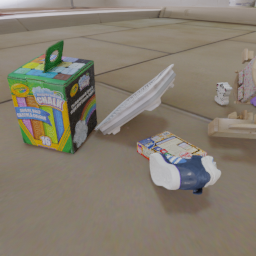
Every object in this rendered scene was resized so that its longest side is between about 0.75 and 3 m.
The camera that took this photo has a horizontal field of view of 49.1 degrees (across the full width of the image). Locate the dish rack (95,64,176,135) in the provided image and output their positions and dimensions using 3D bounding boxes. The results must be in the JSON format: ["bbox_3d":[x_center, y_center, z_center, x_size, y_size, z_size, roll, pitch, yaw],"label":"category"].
[{"bbox_3d":[0.279,-0.647,7.262,2.227,0.485,1.911,-32,12,38],"label":"dish rack"}]

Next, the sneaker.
[{"bbox_3d":[1.068,0.771,5.224,1.067,0.587,1.457,-4,5,-12],"label":"sneaker"}]

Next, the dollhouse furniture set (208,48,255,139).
[{"bbox_3d":[2.745,-1.094,6.912,1.260,2.581,2.201,3,-9,5],"label":"dollhouse furniture set"}]

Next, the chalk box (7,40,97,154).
[{"bbox_3d":[-1.700,-0.838,6.611,1.461,2.357,1.471,10,34,15],"label":"chalk box"}]

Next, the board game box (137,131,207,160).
[{"bbox_3d":[0.968,0.545,6.359,0.966,0.295,1.275,-19,33,-31],"label":"board game box"}]

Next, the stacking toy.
[{"bbox_3d":[4.341,-0.752,8.359,2.236,0.697,2.965,-8,30,-17],"label":"stacking toy"}]
